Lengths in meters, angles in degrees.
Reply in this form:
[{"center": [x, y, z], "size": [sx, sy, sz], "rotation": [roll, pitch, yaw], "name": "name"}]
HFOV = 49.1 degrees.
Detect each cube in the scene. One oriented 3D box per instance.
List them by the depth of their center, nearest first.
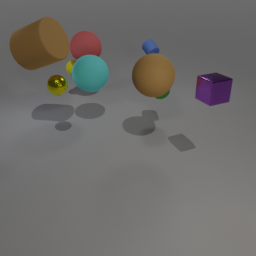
[{"center": [2.418, -1.108, 7.939], "size": [0.700, 0.700, 0.700], "rotation": [-13, 30, -21], "name": "cube"}]

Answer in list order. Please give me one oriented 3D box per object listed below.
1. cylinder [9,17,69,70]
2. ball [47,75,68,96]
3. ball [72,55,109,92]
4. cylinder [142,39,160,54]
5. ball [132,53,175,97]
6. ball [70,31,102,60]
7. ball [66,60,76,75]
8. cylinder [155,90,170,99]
[{"center": [-2.935, -2.782, 9.355], "size": [1.400, 1.400, 1.400], "rotation": [-11, 25, 27], "name": "cylinder"}, {"center": [-2.385, -1.445, 9.457], "size": [0.700, 0.700, 0.700], "rotation": [0, 31, 0], "name": "ball"}, {"center": [-1.441, -2.087, 10.755], "size": [1.400, 1.400, 1.400], "rotation": [0, 31, 0], "name": "ball"}, {"center": [1.203, -4.203, 14.830], "size": [0.700, 0.700, 0.700], "rotation": [-18, 62, -27], "name": "cylinder"}, {"center": [0.824, -1.701, 9.103], "size": [1.400, 1.400, 1.400], "rotation": [0, 31, 0], "name": "ball"}, {"center": [-1.868, -3.565, 12.397], "size": [1.400, 1.400, 1.400], "rotation": [0, 31, 0], "name": "ball"}, {"center": [-2.563, -2.839, 13.192], "size": [0.700, 0.700, 0.700], "rotation": [0, 31, 0], "name": "ball"}, {"center": [1.214, -1.578, 10.809], "size": [0.700, 0.700, 0.700], "rotation": [-2, 34, -4], "name": "cylinder"}]
